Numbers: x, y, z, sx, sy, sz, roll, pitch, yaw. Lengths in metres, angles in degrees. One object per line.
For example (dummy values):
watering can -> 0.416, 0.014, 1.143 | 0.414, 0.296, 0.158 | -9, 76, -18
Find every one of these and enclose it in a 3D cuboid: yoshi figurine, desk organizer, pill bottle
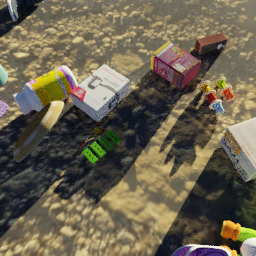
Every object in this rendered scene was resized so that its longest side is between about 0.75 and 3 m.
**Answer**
yoshi figurine -> 3.938, 3.555, 7.444 | 2.962, 1.665, 1.658 | 12, 18, 23
desk organizer -> 3.584, -3.662, 12.104 | 1.263, 0.453, 0.486 | -17, 58, -10
pill bottle -> -3.006, -1.341, 10.292 | 2.172, 1.132, 1.132 | -31, 64, -18

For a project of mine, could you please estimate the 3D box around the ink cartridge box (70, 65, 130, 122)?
ink cartridge box -> -1.003, -1.349, 10.505 | 1.346, 0.773, 1.854 | 35, 65, 19

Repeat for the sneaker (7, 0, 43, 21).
sneaker -> -4.826, -5.918, 13.252 | 1.508, 0.794, 2.087 | -8, 58, -2

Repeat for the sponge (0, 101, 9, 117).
sponge -> -5.401, -0.307, 10.169 | 1.084, 0.290, 1.944 | 24, 62, 13

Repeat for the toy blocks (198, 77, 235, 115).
toy blocks -> 3.483, -1.186, 10.569 | 1.169, 0.509, 1.403 | -16, 60, -9

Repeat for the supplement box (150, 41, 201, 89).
supplement box -> 1.862, -2.512, 11.163 | 1.645, 0.849, 1.077 | 40, 67, 21

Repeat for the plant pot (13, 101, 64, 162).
plant pot -> -2.384, 0.005, 7.266 | 0.265, 1.925, 1.925 | 39, 59, -22

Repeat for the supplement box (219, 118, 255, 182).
supplement box -> 4.690, 0.473, 9.287 | 2.646, 0.973, 1.668 | -18, 61, -11

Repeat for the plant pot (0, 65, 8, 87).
plant pot -> -5.437, -2.208, 10.962 | 1.114, 0.894, 1.114 | 0, 58, 0

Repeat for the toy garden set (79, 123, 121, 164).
toy garden set -> -1.064, 0.513, 9.710 | 1.283, 0.256, 1.070 | -39, 68, -20

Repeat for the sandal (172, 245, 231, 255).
sandal -> 1.812, 3.412, 7.343 | 1.725, 0.424, 0.702 | -25, 61, 29
